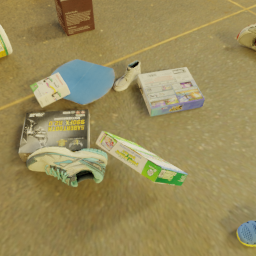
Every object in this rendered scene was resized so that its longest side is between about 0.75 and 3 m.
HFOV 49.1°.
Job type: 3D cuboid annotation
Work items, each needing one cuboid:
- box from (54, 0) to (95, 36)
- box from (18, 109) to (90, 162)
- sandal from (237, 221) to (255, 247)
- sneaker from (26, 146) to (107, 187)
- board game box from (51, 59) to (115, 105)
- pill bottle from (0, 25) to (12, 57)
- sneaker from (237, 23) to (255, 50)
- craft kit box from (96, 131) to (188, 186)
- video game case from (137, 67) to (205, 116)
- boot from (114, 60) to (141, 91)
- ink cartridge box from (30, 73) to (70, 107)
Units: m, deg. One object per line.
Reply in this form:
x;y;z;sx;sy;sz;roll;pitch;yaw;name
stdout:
-2.467;-5.472;12.859;1.449;1.746;1.434;-19;54;-16;box
-2.300;0.209;9.058;2.105;0.509;1.667;-3;51;-2;box
3.538;2.539;7.078;1.593;0.694;0.633;-11;54;-6;sandal
-1.787;1.144;8.072;2.367;0.919;1.022;-1;54;-1;sneaker
-1.745;-1.627;10.596;2.554;0.497;2.018;19;57;22;board game box
-6.112;-3.268;11.349;2.368;1.335;1.335;-28;56;-20;pill bottle
6.016;-3.582;11.765;2.778;1.081;1.141;16;54;13;sneaker
0.390;0.798;7.077;1.839;1.862;0.452;33;94;32;craft kit box
1.536;-1.382;10.377;2.009;0.456;1.821;-11;52;-8;video game case
-0.037;-2.053;10.772;0.532;0.691;1.445;30;57;22;boot
-2.745;-1.357;9.902;1.126;0.473;0.815;-29;57;-13;ink cartridge box
